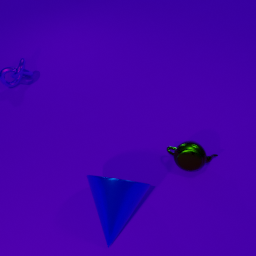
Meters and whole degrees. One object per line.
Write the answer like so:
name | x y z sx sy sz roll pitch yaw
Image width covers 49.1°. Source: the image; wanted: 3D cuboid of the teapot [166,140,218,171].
teapot | 1.662 0.687 7.280 1.347 0.837 0.660 11 29 11

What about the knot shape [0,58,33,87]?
knot shape | -3.710 -1.774 9.221 1.028 1.099 0.508 -34 89 -14

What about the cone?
cone | -0.321 1.912 6.296 1.487 1.487 1.493 7 78 6
